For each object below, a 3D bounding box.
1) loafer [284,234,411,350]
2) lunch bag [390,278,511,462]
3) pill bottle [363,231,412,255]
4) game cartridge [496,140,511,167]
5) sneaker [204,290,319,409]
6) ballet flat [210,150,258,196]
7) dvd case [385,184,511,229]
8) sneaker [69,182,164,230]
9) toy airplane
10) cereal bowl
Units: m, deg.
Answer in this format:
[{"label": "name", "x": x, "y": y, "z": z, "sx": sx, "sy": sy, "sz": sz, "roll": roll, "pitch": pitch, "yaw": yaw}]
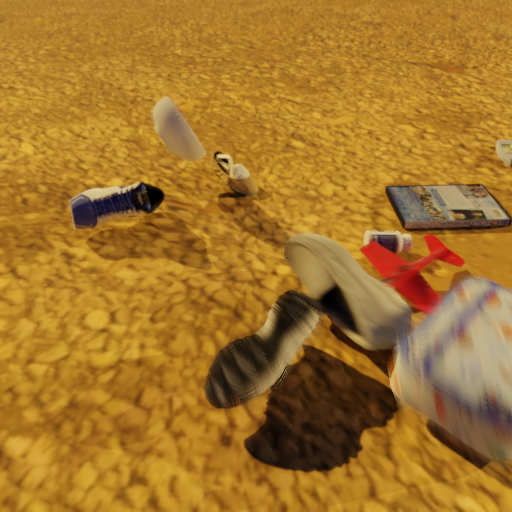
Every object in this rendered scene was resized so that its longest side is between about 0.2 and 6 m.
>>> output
[{"label": "loafer", "x": 1.254, "y": 0.501, "z": 9.161, "sx": 0.999, "sy": 1.001, "sz": 2.863, "roll": -18, "pitch": 36, "yaw": -27}, {"label": "lunch bag", "x": 3.089, "y": 1.403, "z": 7.633, "sx": 2.028, "sy": 0.956, "sz": 2.531, "roll": 34, "pitch": 47, "yaw": 30}, {"label": "pill bottle", "x": 2.514, "y": -0.243, "z": 10.714, "sx": 0.843, "sy": 0.468, "sz": 0.468, "roll": 1, "pitch": 35, "yaw": 1}, {"label": "game cartridge", "x": 6.662, "y": -2.640, "z": 14.367, "sx": 0.866, "sy": 0.266, "sz": 1.301, "roll": -1, "pitch": 35, "yaw": 6}, {"label": "sneaker", "x": 0.125, "y": 1.436, "z": 7.976, "sx": 0.815, "sy": 0.874, "sz": 2.205, "roll": 35, "pitch": 50, "yaw": 20}, {"label": "ballet flat", "x": -0.573, "y": -1.980, "z": 13.129, "sx": 0.606, "sy": 0.556, "sz": 1.766, "roll": -22, "pitch": 41, "yaw": -29}, {"label": "dvd case", "x": 4.111, "y": -1.106, "z": 12.191, "sx": 2.290, "sy": 0.201, "sz": 1.634, "roll": -2, "pitch": 34, "yaw": -2}, {"label": "sneaker", "x": -2.694, "y": -1.108, "z": 11.232, "sx": 1.974, "sy": 0.797, "sz": 1.140, "roll": -16, "pitch": 5, "yaw": -28}, {"label": "toy airplane", "x": 2.849, "y": 0.216, "z": 9.913, "sx": 1.992, "sy": 0.366, "sz": 1.992, "roll": 2, "pitch": 44, "yaw": -2}, {"label": "cereal bowl", "x": -1.807, "y": -2.722, "z": 12.483, "sx": 0.640, "sy": 1.537, "sz": 1.537, "roll": -35, "pitch": 41, "yaw": -1}]
